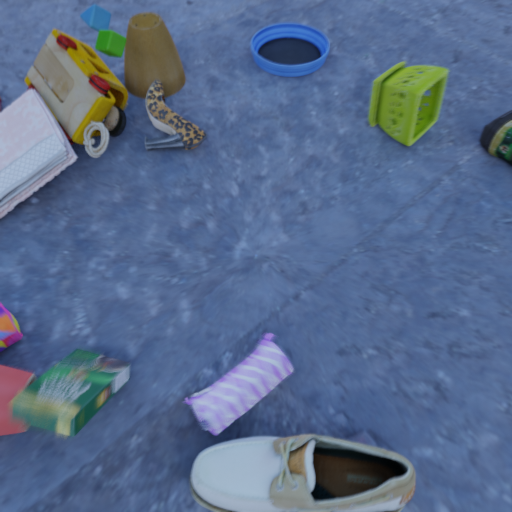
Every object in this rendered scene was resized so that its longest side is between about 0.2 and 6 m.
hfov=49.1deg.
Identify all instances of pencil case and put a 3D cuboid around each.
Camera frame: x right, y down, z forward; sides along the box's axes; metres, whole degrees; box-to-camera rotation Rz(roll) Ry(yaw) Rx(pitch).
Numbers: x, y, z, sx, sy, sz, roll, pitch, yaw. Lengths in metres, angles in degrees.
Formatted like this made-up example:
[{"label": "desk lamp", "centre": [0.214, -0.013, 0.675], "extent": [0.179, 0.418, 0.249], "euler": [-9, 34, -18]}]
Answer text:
[{"label": "pencil case", "centre": [-0.237, 1.882, 8.152], "extent": [1.617, 0.679, 0.691], "euler": [-35, 94, -20]}, {"label": "pencil case", "centre": [-4.568, 1.409, 8.565], "extent": [1.813, 0.801, 0.801], "euler": [-31, 58, -24]}]

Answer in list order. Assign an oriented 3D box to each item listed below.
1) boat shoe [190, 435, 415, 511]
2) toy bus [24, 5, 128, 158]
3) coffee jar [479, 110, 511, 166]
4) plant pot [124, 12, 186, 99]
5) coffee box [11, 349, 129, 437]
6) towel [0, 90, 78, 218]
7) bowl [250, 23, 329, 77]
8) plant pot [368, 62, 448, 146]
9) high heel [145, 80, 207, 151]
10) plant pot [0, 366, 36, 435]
[{"label": "boat shoe", "centre": [0.579, 2.782, 7.302], "extent": [2.932, 1.003, 1.096], "euler": [0, 52, 0]}, {"label": "toy bus", "centre": [-3.482, -3.295, 11.737], "extent": [2.829, 1.549, 2.998], "euler": [0, 87, 33]}, {"label": "coffee jar", "centre": [5.542, -2.121, 11.276], "extent": [1.028, 0.841, 1.971], "euler": [-29, 58, -19]}, {"label": "plant pot", "centre": [-2.434, -4.666, 12.841], "extent": [1.457, 1.564, 1.457], "euler": [-1, 52, 1]}, {"label": "coffee box", "centre": [-2.561, 1.879, 7.914], "extent": [0.963, 0.345, 1.567], "euler": [12, 19, 13]}, {"label": "towel", "centre": [-4.875, -1.916, 10.889], "extent": [2.408, 0.388, 2.299], "euler": [-38, 58, -1]}, {"label": "bowl", "centre": [0.833, -5.118, 13.941], "extent": [1.941, 0.381, 1.941], "euler": [0, 51, 0]}, {"label": "plant pot", "centre": [3.167, -3.332, 11.957], "extent": [1.185, 1.300, 1.306], "euler": [30, 54, 29]}, {"label": "high heel", "centre": [-1.692, -3.077, 12.090], "extent": [1.322, 0.662, 1.854], "euler": [-4, 68, 5]}, {"label": "plant pot", "centre": [-3.713, 2.049, 7.917], "extent": [1.004, 1.135, 1.135], "euler": [5, 51, -8]}]
